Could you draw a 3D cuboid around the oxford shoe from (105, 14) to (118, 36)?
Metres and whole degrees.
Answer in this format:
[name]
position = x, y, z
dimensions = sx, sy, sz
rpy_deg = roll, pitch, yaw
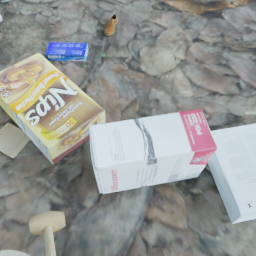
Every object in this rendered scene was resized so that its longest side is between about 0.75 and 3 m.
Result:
[oxford shoe]
position = -0.598, -3.579, 9.710
dimensions = 0.343, 0.343, 0.962
rpy_deg = 12, 59, 6

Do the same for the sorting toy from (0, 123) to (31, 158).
[sorting toy]
position = -3.022, 0.319, 7.232
dimensions = 0.817, 0.149, 0.756
rpy_deg = 28, 61, 12

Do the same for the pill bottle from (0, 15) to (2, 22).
[pill bottle]
position = -4.939, -3.599, 9.524
dimensions = 0.653, 0.653, 1.180
rpy_deg = 38, 65, 22

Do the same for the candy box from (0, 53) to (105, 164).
[candy box]
position = -2.183, -0.643, 7.413
dimensions = 1.703, 0.816, 2.950
rpy_deg = -37, 63, -26

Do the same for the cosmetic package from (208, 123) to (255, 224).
[cosmetic package]
position = 3.356, 0.875, 6.506
dimensions = 2.716, 0.702, 2.048
rpy_deg = -9, 55, -6

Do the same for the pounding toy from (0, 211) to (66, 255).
[pounding toy]
position = -1.890, 2.863, 4.580
dimensions = 1.686, 1.691, 2.948
rpy_deg = -3, 56, -7

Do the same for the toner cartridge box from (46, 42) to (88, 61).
[toner cartridge box]
position = -1.943, -2.447, 8.987
dimensions = 1.244, 0.268, 0.591
rpy_deg = 3, 57, 2

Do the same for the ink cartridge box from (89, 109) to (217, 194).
[ink cartridge box]
position = 0.433, 0.571, 6.073
dimensions = 2.372, 1.728, 1.006
rpy_deg = -10, 62, -7
